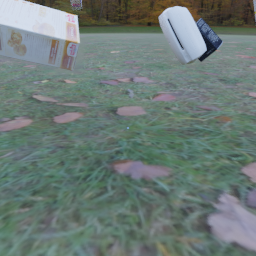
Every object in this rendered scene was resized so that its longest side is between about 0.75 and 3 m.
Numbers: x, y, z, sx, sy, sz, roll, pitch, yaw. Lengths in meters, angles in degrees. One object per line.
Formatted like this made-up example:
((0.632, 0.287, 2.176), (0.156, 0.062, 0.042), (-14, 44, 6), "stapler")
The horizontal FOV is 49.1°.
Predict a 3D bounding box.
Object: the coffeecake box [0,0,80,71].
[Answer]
((-2.672, -2.682, 7.744), (2.495, 0.911, 1.915), (8, 39, -20), "coffeecake box")

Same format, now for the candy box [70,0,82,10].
((-1.762, -4.570, 9.452), (0.358, 0.840, 1.001), (-2, 3, -7), "candy box")

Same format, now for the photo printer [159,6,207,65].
((1.327, -2.216, 6.689), (0.557, 1.334, 1.604), (-25, 9, 29), "photo printer")

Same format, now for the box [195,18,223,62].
((2.288, -2.727, 8.744), (0.536, 1.027, 0.760), (-50, 9, -34), "box")

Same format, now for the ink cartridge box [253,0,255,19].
((3.837, -3.327, 7.509), (0.507, 1.225, 0.893), (-14, 15, -1), "ink cartridge box")
